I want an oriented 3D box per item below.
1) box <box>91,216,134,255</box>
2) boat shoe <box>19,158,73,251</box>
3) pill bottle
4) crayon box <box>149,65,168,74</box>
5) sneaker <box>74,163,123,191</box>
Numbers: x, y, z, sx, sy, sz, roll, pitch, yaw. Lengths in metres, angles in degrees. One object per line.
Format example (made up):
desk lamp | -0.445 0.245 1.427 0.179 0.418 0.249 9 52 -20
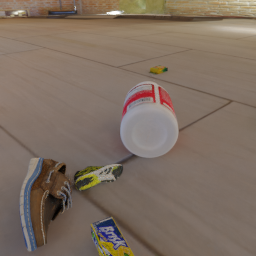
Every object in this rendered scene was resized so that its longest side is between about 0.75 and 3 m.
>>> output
box | -0.229 2.211 4.936 0.465 0.427 1.329 -13 31 -22
boat shoe | -1.685 1.381 5.973 0.961 0.959 2.654 -4 28 -12
pill bottle | 0.635 -0.459 8.801 1.611 1.611 2.869 1 27 2
crayon box | 1.678 -3.246 15.643 0.984 0.250 0.624 -24 36 -38
sneaker | -0.754 1.101 7.014 1.299 0.484 0.549 -14 30 -25
